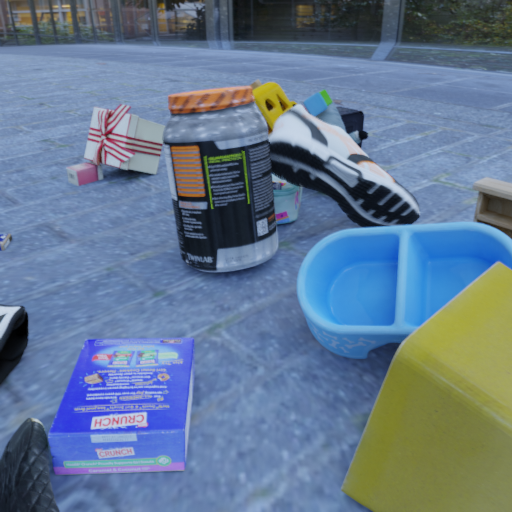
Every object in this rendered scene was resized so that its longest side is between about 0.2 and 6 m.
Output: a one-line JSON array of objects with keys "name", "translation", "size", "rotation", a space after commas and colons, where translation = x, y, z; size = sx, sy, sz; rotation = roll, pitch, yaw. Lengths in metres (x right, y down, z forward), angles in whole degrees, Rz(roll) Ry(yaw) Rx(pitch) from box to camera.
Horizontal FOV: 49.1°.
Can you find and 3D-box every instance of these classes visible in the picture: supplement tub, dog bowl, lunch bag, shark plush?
[{"name": "supplement tub", "translation": [-0.618, -1.363, 9.794], "size": [1.819, 2.968, 1.819], "rotation": [-5, 19, 2]}, {"name": "dog bowl", "translation": [1.980, 0.419, 7.348], "size": [3.186, 0.790, 1.776], "rotation": [-3, 66, 28]}, {"name": "lunch bag", "translation": [0.046, -1.516, 12.583], "size": [1.956, 0.940, 2.439], "rotation": [3, 27, 7]}, {"name": "shark plush", "translation": [1.965, -2.577, 13.374], "size": [1.534, 1.673, 3.683], "rotation": [-45, 29, 11]}]

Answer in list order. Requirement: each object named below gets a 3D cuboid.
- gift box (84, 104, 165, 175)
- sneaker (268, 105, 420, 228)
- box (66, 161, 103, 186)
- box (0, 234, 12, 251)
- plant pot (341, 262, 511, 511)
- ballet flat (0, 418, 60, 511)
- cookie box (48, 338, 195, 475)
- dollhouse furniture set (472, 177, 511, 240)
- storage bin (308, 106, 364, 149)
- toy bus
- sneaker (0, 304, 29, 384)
[{"name": "gift box", "translation": [-3.332, -2.993, 14.405], "size": [1.693, 1.563, 1.581], "rotation": [12, 6, 32]}, {"name": "sneaker", "translation": [1.839, -1.735, 10.999], "size": [3.562, 1.313, 1.425], "rotation": [30, 53, -19]}, {"name": "box", "translation": [-4.390, -2.114, 14.366], "size": [0.485, 0.413, 0.759], "rotation": [21, 34, 36]}, {"name": "box", "translation": [-5.311, -0.249, 10.952], "size": [0.892, 0.144, 0.540], "rotation": [-4, 27, -5]}, {"name": "plant pot", "translation": [2.344, 1.646, 5.274], "size": [1.844, 2.091, 2.091], "rotation": [33, 40, 30]}, {"name": "ballet flat", "translation": [-2.197, 2.352, 5.494], "size": [0.560, 0.655, 1.972], "rotation": [34, 9, -33]}, {"name": "cookie box", "translation": [-1.466, 1.680, 6.531], "size": [1.424, 0.626, 1.665], "rotation": [-1, 27, -1]}, {"name": "dollhouse furniture set", "translation": [3.214, 0.091, 8.422], "size": [2.746, 1.787, 2.522], "rotation": [-22, 34, -37]}, {"name": "storage bin", "translation": [2.174, -3.558, 16.297], "size": [1.876, 1.268, 0.879], "rotation": [-20, 33, -34]}, {"name": "toy bus", "translation": [0.194, -3.633, 14.130], "size": [2.722, 1.491, 2.885], "rotation": [-36, 13, -13]}, {"name": "sneaker", "translation": [-4.263, 0.912, 7.754], "size": [1.960, 1.285, 3.406], "rotation": [-5, 33, -30]}]
